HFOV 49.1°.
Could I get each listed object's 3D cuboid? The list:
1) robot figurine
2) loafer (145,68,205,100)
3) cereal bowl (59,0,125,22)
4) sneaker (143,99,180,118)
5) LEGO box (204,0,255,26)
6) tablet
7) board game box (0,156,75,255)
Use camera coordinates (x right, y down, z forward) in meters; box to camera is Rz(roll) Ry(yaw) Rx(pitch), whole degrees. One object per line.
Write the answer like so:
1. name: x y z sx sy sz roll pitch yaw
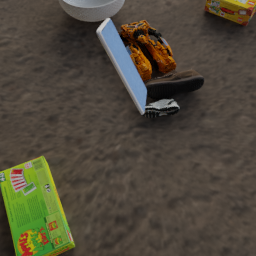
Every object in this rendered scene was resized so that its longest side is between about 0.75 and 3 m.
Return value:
1. robot figurine: 0.566 -2.785 9.664 1.851 0.743 2.553 -19 61 -13
2. loafer: 1.393 -1.430 8.961 2.013 0.735 0.715 -10 50 -13
3. cereal bowl: -1.357 -5.011 10.776 2.648 1.103 2.648 0 60 1
4. sneaker: 0.935 -0.625 8.626 1.221 0.450 0.489 -4 46 -8
5. LEGO box: 4.139 -4.941 10.972 1.781 0.687 1.327 29 64 16
6. tablet: -0.073 -1.438 6.498 0.143 2.088 1.359 -20 28 19
7. board game box: -2.294 2.001 6.926 1.209 0.567 2.381 -21 62 -12
